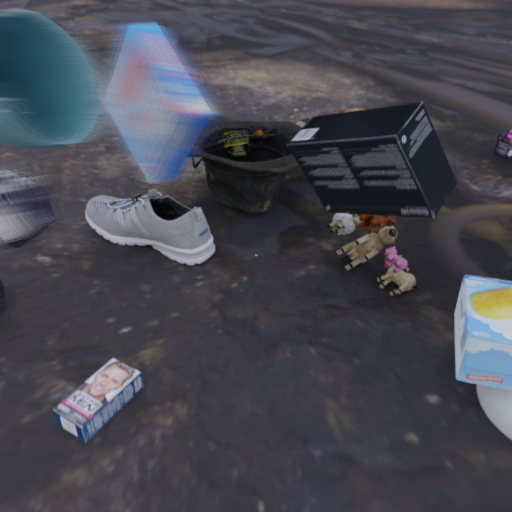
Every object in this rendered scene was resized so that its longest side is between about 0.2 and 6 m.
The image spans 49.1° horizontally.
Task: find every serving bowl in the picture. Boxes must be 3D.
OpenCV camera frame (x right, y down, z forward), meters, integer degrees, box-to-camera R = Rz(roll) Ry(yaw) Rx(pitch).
[{"bbox_3d":[4.042,1.764,7.453,2.000,0.658,2.000,0,35,0],"label":"serving bowl"}]

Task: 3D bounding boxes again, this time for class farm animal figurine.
[{"bbox_3d":[2.166,-0.121,9.959,0.819,1.571,1.554,-28,14,-32],"label":"farm animal figurine"}]

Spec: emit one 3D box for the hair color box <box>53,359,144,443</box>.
[{"bbox_3d":[-2.096,1.910,7.520,0.552,0.334,1.103,19,38,26],"label":"hair color box"}]

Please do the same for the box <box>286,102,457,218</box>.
[{"bbox_3d":[1.637,-1.332,8.102,2.008,1.418,0.792,9,51,49],"label":"box"}]

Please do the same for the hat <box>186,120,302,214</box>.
[{"bbox_3d":[-0.223,-1.858,12.080,3.929,1.585,3.929,2,25,-1],"label":"hat"}]

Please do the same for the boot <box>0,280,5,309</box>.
[{"bbox_3d":[-5.603,0.916,8.653,1.898,0.984,2.906,13,29,29],"label":"boot"}]

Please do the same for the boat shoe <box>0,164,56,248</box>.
[{"bbox_3d":[-3.694,-1.053,8.550,0.799,1.724,0.644,-25,1,10],"label":"boat shoe"}]

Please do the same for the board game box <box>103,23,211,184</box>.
[{"bbox_3d":[-1.747,-2.522,9.494,0.532,1.904,1.864,-23,77,-36],"label":"board game box"}]

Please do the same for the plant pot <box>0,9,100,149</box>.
[{"bbox_3d":[-2.952,-2.026,6.974,1.098,1.630,1.630,-13,26,30],"label":"plant pot"}]

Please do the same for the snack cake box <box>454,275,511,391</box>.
[{"bbox_3d":[3.809,1.091,7.145,2.351,0.790,1.352,9,34,12],"label":"snack cake box"}]

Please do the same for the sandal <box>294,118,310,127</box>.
[{"bbox_3d":[2.119,-2.361,13.500,3.103,0.885,1.232,30,50,11],"label":"sandal"}]

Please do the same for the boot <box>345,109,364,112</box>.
[{"bbox_3d":[2.650,-3.274,15.047,1.491,0.736,1.920,-31,52,-32],"label":"boot"}]

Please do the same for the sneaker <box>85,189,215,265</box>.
[{"bbox_3d":[-2.064,-0.835,10.827,2.910,1.193,1.087,15,37,22],"label":"sneaker"}]

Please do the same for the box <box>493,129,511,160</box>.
[{"bbox_3d":[6.714,-2.767,14.275,0.657,0.571,0.995,-21,41,-31],"label":"box"}]
